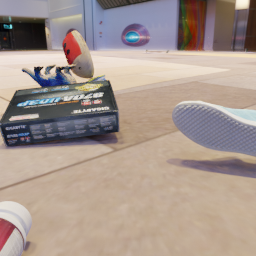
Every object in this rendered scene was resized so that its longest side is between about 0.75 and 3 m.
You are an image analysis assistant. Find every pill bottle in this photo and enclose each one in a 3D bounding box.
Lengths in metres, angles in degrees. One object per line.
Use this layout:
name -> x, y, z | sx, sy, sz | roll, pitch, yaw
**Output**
pill bottle -> -1.305, 1.163, 2.602 | 0.570, 0.570, 1.040 | 0, 18, 1

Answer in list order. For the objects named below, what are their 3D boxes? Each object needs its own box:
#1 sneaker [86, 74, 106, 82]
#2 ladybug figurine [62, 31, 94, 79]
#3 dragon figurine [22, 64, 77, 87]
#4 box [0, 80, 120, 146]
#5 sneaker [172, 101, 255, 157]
sneaker -> -1.241, -1.189, 9.472 | 0.698, 0.776, 1.886 | -4, 25, 37
ladybug figurine -> -1.875, -2.661, 10.267 | 0.767, 1.447, 2.131 | -18, 57, -14
dragon figurine -> -2.178, -1.138, 8.262 | 2.822, 1.403, 0.830 | 6, 17, 21
box -> -1.532, -0.453, 6.663 | 2.472, 0.569, 1.965 | -7, 30, -6
sneaker -> 1.812, -0.020, 4.906 | 2.066, 0.764, 0.846 | 20, 25, 13
